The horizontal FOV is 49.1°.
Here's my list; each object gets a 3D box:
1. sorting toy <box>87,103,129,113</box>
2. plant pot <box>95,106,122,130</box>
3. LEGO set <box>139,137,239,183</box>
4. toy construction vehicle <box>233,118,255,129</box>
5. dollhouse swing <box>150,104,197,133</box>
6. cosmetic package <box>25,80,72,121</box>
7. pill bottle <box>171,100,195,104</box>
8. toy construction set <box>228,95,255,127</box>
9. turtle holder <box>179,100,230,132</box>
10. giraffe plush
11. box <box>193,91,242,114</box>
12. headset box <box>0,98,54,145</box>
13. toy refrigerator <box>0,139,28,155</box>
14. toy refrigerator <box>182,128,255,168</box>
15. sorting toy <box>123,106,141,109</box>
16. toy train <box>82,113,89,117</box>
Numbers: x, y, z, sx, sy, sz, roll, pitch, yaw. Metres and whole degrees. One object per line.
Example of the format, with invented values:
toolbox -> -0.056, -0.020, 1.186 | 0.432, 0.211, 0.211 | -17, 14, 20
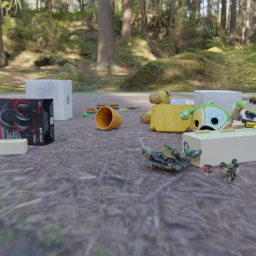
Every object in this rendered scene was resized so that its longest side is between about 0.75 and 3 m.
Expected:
sorting toy -> -1.116, -1.235, 17.235 | 1.370, 0.481, 2.843 | 8, 12, 38
plant pot -> -0.678, -0.333, 10.892 | 0.897, 0.897, 0.821 | 7, -3, 36
LEGO set -> 1.144, 0.734, 5.714 | 2.079, 0.589, 1.350 | 25, 25, 38
toy construction vehicle -> 4.472, -0.029, 9.258 | 1.963, 0.691, 1.709 | 3, 10, 20
dollhouse swing -> 1.852, -0.225, 10.872 | 1.607, 1.461, 1.413 | 1, -27, 20
cosmetic package -> -3.843, -1.387, 13.699 | 1.919, 1.913, 1.179 | 2, 10, 10
pill bottle -> 2.778, -1.095, 15.200 | 1.591, 0.865, 0.865 | -1, 9, 0
toy construction set -> 5.159, -0.602, 10.686 | 2.919, 1.345, 1.914 | 2, 11, 14
turtle holder -> 2.460, -0.244, 8.773 | 1.109, 1.460, 1.037 | -35, 14, 39
giraffe plush -> 1.464, -1.004, 12.700 | 1.585, 1.490, 1.837 | 9, 13, 42
box -> 4.774, -1.344, 15.200 | 2.044, 1.336, 2.033 | 0, 9, -1
headset box -> -3.207, -0.233, 8.450 | 1.823, 1.355, 0.684 | 3, 8, 13
toy refrigerator -> -3.169, 0.475, 7.259 | 1.013, 0.354, 0.385 | -2, 10, -9
toy refrigerator -> 2.357, 0.398, 6.622 | 2.036, 0.712, 0.773 | -4, 10, -20
sorting toy -> 0.287, -1.394, 19.167 | 1.288, 0.175, 0.725 | 4, 6, 20
toy train -> -2.284, -0.696, 14.942 | 0.246, 0.182, 0.871 | -14, 13, -18
